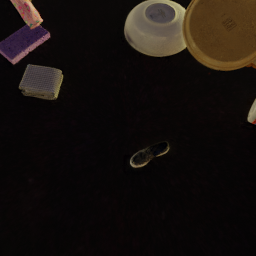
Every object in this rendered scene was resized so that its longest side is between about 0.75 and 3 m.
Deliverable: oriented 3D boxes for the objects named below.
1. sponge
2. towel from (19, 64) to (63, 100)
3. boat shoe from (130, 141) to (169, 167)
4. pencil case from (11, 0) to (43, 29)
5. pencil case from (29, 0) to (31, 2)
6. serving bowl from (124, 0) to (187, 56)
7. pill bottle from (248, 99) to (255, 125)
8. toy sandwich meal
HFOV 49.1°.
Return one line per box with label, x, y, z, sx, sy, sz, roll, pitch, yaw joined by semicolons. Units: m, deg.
sponge;-3.797;-3.142;10.171;0.977;0.261;1.751;37;68;18
towel;-2.818;-1.473;9.163;1.203;0.515;0.996;8;64;2
boat shoe;0.637;0.720;8.043;1.248;0.413;0.436;-21;64;-11
pencil case;-2.570;-2.992;7.013;0.420;0.420;0.961;-41;113;-19
pencil case;-4.338;-5.455;11.172;0.567;0.652;1.459;4;49;-49
serving bowl;1.137;-3.855;10.221;2.560;0.842;2.560;0;62;1
pill bottle;4.690;-0.304;8.201;1.972;1.107;1.107;25;65;13
toy sandwich meal;2.447;-2.410;6.901;2.306;0.790;2.306;0;90;4
